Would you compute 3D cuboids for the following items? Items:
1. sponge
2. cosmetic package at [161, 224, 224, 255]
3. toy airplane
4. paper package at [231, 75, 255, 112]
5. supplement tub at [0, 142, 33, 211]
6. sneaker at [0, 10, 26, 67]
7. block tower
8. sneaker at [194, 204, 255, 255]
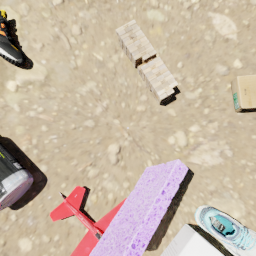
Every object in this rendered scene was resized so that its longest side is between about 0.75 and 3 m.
[{"bbox_3d":[0.255,1.982,6.494,0.408,1.526,2.735,43,62,-11],"label":"sponge"},{"bbox_3d":[1.613,3.664,7.124,1.418,1.420,1.721,40,82,7],"label":"cosmetic package"},{"bbox_3d":[-1.033,2.691,7.807,2.633,0.484,2.633,0,77,-1],"label":"toy airplane"},{"bbox_3d":[3.744,-1.058,8.540,0.995,0.540,1.044,-5,79,-1],"label":"paper package"},{"bbox_3d":[-3.836,1.069,7.683,1.377,1.377,2.247,-44,81,-8],"label":"supplement tub"},{"bbox_3d":[-4.066,-3.098,8.739,2.712,0.949,1.220,38,84,9],"label":"sneaker"},{"bbox_3d":[0.579,-2.014,8.654,0.699,0.748,2.587,-30,82,-6],"label":"block tower"},{"bbox_3d":[2.847,2.913,7.518,2.205,0.952,0.856,30,80,6],"label":"sneaker"}]
